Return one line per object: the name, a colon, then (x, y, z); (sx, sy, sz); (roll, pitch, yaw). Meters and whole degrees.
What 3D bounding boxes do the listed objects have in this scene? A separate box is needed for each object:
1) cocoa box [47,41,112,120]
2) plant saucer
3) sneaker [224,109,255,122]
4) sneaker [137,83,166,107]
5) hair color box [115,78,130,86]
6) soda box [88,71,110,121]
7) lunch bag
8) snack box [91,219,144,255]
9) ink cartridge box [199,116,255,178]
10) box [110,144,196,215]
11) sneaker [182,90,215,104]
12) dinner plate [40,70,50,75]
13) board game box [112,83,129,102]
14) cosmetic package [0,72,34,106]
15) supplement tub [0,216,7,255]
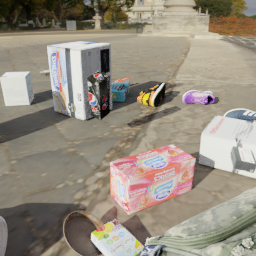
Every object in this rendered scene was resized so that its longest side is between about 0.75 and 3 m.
cocoa box: (-1.917, -2.029, 11.565); (1.840, 2.805, 1.870); (16, 28, 32)
plant saucer: (-0.787, 1.986, 5.195); (0.956, 0.153, 0.956); (28, 27, -16)
sneaker: (4.463, -0.243, 10.090); (1.919, 0.719, 0.811); (5, 20, 11)
sneaker: (1.139, -1.679, 13.310); (1.012, 0.787, 2.250); (11, 28, 17)
hair color box: (-0.304, -2.461, 15.521); (0.284, 0.471, 0.928); (20, 30, 38)
soda box: (-0.894, -0.989, 8.733); (0.471, 1.486, 0.526); (28, 48, 24)
lunch bag: (1.863, 1.901, 3.784); (2.878, 2.005, 2.414); (-13, 9, -31)
snack box: (-0.197, 2.112, 5.127); (0.594, 0.221, 0.835); (-20, 41, -39)
ink cartridge box: (3.431, 0.544, 7.912); (2.386, 0.999, 1.731); (13, 27, 28)
box: (0.583, 1.155, 6.607); (1.854, 0.951, 0.877); (-12, 27, -29)
sneaker: (3.299, -1.344, 12.836); (1.569, 0.631, 0.694); (-4, 31, -11)
dinner plate: (-4.526, -3.810, 18.470); (2.508, 0.304, 2.508); (-8, 17, 2)
board game box: (-1.132, -1.817, 13.969); (2.184, 0.513, 1.649); (4, 24, 8)
cosmetic package: (-5.085, -1.827, 12.952); (1.106, 1.342, 1.107); (-3, 24, -6)
supplement tub: (-3.034, 1.939, 4.656); (1.703, 1.044, 1.044); (2, 23, 2)
